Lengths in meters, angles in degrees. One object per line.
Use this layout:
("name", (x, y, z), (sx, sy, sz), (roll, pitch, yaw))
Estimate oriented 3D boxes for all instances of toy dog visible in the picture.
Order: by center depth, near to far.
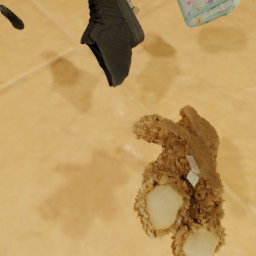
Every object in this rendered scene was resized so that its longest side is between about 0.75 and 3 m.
("toy dog", (-0.147, -3.333, 8.328), (0.730, 0.533, 1.107), (25, 105, 16))

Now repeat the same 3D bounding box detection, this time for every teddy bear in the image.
("teddy bear", (0.759, 0.720, 4.107), (1.942, 0.894, 2.678), (32, 36, -22))

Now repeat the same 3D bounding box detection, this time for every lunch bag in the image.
("lunch bag", (2.333, -3.753, 8.150), (0.644, 1.670, 1.339), (-21, 94, -47))

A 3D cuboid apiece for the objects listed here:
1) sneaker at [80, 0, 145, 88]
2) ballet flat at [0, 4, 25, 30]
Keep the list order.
("sneaker", (-0.621, -2.516, 6.750), (1.478, 0.851, 2.835), (-40, 111, -12))
("ballet flat", (-2.613, -2.512, 6.379), (0.263, 0.793, 0.225), (-27, 71, 3))
